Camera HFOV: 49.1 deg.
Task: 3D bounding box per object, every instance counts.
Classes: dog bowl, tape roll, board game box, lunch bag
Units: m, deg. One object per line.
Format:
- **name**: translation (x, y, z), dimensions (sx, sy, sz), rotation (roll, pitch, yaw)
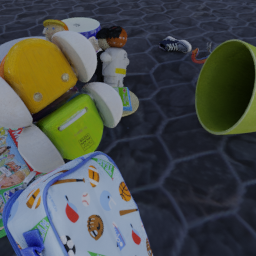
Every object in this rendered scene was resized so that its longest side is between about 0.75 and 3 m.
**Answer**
- **dog bowl**: translation (-2.151, -4.096, 12.123), dimensions (1.953, 0.769, 1.953), rotation (0, 39, 0)
- **tape roll**: translation (-3.474, -2.494, 10.113), dimensions (2.389, 0.789, 2.389), rotation (0, 38, 0)
- **board game box**: translation (-2.691, 0.902, 6.188), dimensions (2.002, 0.433, 2.975), rotation (-24, 44, -26)
- **lunch bag**: translation (-0.527, 1.529, 3.704), dimensions (0.896, 2.371, 1.900), rotation (-25, 3, 25)

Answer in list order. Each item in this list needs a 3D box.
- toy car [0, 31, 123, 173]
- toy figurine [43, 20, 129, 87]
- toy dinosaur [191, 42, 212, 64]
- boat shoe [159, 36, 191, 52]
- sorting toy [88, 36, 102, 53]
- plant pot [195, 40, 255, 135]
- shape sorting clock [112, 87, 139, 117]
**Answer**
- **toy car**: translation (-1.652, -0.554, 6.029), dimensions (2.355, 2.691, 2.018), rotation (-41, 27, -24)
- **toy figurine**: translation (-1.270, -2.165, 8.064), dimensions (2.554, 1.777, 2.514), rotation (2, 11, -14)
- **toy dinosaur**: translation (2.968, -2.466, 9.859), dimensions (1.433, 0.829, 1.579), rotation (-22, 50, -27)
- **boat shoe**: translation (1.875, -3.315, 11.444), dimensions (0.642, 0.517, 1.384), rotation (-33, 43, -23)
- **sorting toy**: translation (-1.424, -3.020, 11.014), dimensions (0.996, 0.591, 1.107), rotation (-29, 47, -21)
- **plant pot**: translation (3.420, -0.853, 7.243), dimensions (2.459, 2.301, 2.301), rotation (7, 36, -19)
- **shape sorting clock**: translation (-0.458, -0.823, 8.409), dimensions (1.584, 0.311, 1.584), rotation (3, 40, -3)
